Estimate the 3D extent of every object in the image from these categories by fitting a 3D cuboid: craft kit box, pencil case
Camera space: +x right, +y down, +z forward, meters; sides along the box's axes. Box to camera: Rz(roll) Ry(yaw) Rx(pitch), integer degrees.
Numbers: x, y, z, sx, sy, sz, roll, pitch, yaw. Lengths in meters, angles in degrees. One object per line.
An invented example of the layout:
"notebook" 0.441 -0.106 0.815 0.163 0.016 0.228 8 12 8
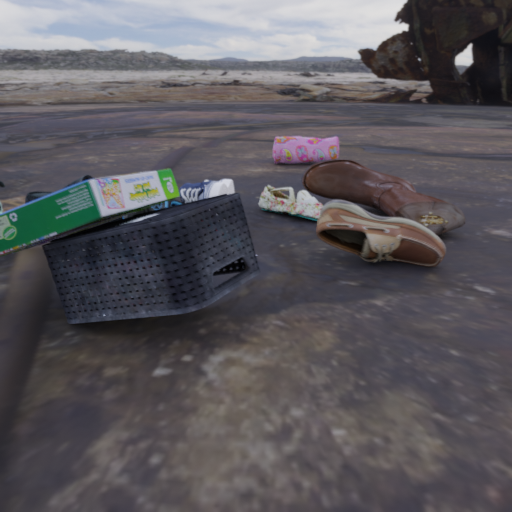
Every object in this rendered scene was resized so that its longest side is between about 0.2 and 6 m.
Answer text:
"craft kit box" -2.682 -0.605 8.164 2.425 0.588 2.395 -16 10 19
"pencil case" 1.752 -3.674 19.591 2.329 1.018 1.018 0 19 -3

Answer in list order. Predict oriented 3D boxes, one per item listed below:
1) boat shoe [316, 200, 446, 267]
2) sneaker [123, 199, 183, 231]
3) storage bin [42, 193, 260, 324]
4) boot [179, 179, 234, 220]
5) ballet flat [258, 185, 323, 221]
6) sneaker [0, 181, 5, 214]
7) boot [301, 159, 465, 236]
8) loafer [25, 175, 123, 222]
"boat shoe" 2.160 -0.230 10.025 2.340 0.886 0.840 18 50 17
"sneaker" -2.239 -0.940 12.160 0.768 0.686 1.875 18 30 13
"storage bin" -1.429 0.023 7.681 2.520 1.182 1.704 -8 13 33
"boot" -1.219 -1.221 12.784 1.218 0.981 2.696 -3 11 4
"ballet flat" 0.872 -1.252 13.083 2.007 0.642 0.759 15 17 35
"sneaker" -5.665 -1.114 11.528 0.898 1.439 2.440 -15 23 -32
"boot" 2.708 -1.279 12.434 2.922 1.007 3.136 4 22 -9
"loafer" -3.939 -1.371 12.886 2.886 1.013 0.980 4 20 10
